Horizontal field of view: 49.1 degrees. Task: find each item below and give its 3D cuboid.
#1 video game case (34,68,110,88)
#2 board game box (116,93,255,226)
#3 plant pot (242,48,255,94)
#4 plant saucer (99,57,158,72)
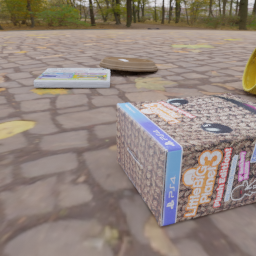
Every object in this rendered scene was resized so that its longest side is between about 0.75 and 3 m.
[{"bbox_3d":[-2.200,-2.141,11.841,2.889,0.319,2.630,0,22,-3],"label":"video game case"},{"bbox_3d":[1.270,0.312,4.847,2.500,1.211,1.993,-8,24,-19],"label":"board game box"},{"bbox_3d":[5.200,-1.909,9.680,1.724,1.833,1.833,17,23,-2],"label":"plant pot"},{"bbox_3d":[0.047,-3.168,13.796,2.929,0.431,2.929,4,19,-1],"label":"plant saucer"}]
